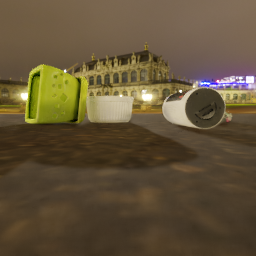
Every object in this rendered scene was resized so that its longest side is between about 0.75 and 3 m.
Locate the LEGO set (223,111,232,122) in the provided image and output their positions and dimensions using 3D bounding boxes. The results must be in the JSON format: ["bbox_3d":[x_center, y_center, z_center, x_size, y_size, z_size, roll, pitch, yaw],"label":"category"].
[{"bbox_3d":[3.486,-0.435,11.373,0.771,0.624,1.676,34,-4,-3],"label":"LEGO set"}]

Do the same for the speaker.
[{"bbox_3d":[1.710,-0.537,7.782,1.024,1.024,2.522,0,4,-5],"label":"speaker"}]

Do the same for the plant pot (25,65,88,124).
[{"bbox_3d":[-2.397,-1.004,9.494,1.665,1.835,1.826,5,0,-31],"label":"plant pot"}]

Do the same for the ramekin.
[{"bbox_3d":[-0.717,-0.725,10.947,1.877,0.985,1.877,0,4,0],"label":"ramekin"}]
